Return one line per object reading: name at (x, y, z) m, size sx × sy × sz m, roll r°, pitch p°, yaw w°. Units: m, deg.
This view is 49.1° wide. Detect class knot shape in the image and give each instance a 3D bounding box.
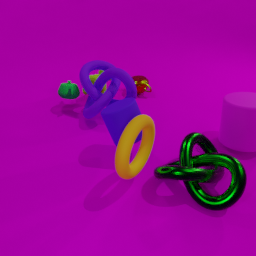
knot shape at (-0.764, -1.319, 8.608) m, size 1.967 × 0.909 × 1.840 m, roll -27°, pitch 68°, yaw 18°
knot shape at (1.685, 0.849, 6.471) m, size 1.963 × 0.907 × 1.837 m, roll 13°, pitch 38°, yaw 18°

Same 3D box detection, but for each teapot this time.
teapot at (0.348, -1.530, 10.064) m, size 1.225 × 0.600 × 0.762 m, roll 23°, pitch 41°, yaw 33°
teapot at (-1.888, -1.229, 8.978) m, size 0.704 × 0.554 × 1.132 m, roll 1°, pitch 20°, yaw -15°

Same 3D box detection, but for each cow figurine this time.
cow figurine at (-1.028, -1.715, 9.759) m, size 0.684 × 1.227 × 1.247 m, roll 13°, pitch 7°, yaw 27°

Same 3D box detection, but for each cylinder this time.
cylinder at (-0.082, -0.148, 6.919) m, size 0.920 × 0.920 × 0.920 m, roll -21°, pitch 20°, yaw 8°
cylinder at (3.110, -0.188, 7.455) m, size 1.234 × 1.234 × 1.234 m, roll -2°, pitch 26°, yaw 1°

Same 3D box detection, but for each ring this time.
ring at (0.174, 0.405, 5.941) m, size 0.286 × 1.428 × 1.428 m, roll 19°, pitch 40°, yaw 25°
